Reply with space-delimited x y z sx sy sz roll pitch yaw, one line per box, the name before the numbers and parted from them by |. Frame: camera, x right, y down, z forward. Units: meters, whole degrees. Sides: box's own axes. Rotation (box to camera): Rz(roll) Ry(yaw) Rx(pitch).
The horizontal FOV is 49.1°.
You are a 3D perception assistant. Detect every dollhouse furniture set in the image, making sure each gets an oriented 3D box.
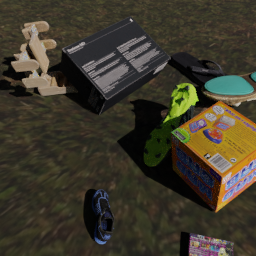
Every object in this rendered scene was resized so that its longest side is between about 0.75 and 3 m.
dollhouse furniture set | -2.141 -1.778 7.758 1.138 1.750 1.607 -6 53 6

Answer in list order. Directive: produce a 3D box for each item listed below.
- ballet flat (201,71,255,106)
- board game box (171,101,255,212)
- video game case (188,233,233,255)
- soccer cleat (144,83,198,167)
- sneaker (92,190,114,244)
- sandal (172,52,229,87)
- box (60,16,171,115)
ballet flat | 3.259 -1.032 7.763 2.730 0.891 0.962 -13 50 -11
board game box | 1.826 0.555 5.670 1.335 1.335 1.336 -31 50 -16
video game case | 1.436 2.281 4.903 0.778 0.139 0.705 9 49 9
soccer cleat | 1.103 -0.009 6.652 0.748 0.898 2.216 18 75 41
sneaker | -0.441 1.608 5.332 0.378 0.420 1.077 14 44 -25
sandal | 2.328 -1.900 8.924 0.912 0.513 2.398 -31 53 -28
box | -0.352 -1.848 8.022 2.570 1.013 1.814 -37 83 -29
